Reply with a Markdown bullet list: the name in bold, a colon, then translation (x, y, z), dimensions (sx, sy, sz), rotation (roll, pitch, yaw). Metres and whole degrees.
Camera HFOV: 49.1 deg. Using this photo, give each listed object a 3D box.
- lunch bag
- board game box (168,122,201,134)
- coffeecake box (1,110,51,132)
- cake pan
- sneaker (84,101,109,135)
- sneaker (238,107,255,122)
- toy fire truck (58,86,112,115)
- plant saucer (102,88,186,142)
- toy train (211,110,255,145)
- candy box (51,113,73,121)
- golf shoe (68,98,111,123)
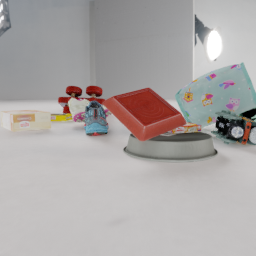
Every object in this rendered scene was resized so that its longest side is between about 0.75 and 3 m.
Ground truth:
- **lunch bag**: translation (3.064, -1.115, 9.723), dimensions (2.372, 1.698, 2.784), rotation (-23, 3, 20)
- **board game box**: translation (1.251, -0.004, 6.640), dimensions (0.765, 0.177, 0.579), rotation (-3, 8, -21)
- **coffeecake box**: translation (-3.742, -0.302, 10.189), dimensions (1.308, 0.622, 1.703), rotation (-5, 9, -36)
- **cake pan**: translation (0.926, 0.333, 6.240), dimensions (2.085, 0.382, 2.085), rotation (0, 7, 0)
- **sneaker**: translation (-1.013, -0.390, 9.242), dimensions (0.859, 1.035, 2.166), rotation (-1, 7, -11)
- **sneaker**: translation (5.275, -0.442, 9.727), dimensions (1.614, 1.007, 2.736), rotation (0, -3, -41)
- **toy fire truck**: translation (-2.284, -1.175, 15.050), dimensions (2.623, 1.471, 2.203), rotation (2, -17, 7)
- **plant saucer**: translation (0.388, -0.408, 6.093), dimensions (1.397, 0.257, 1.400), rotation (-19, 50, -35)
- **toy train**: translation (2.920, 0.000, 7.454), dimensions (1.110, 0.830, 1.948), rotation (10, 8, 5)
- **candy box**: translation (-3.818, -0.513, 13.026), dimensions (2.449, 0.323, 1.252), rotation (1, 5, 8)
- **golf shoe**: translation (-1.577, -0.833, 11.868), dimensions (0.867, 1.054, 2.303), rotation (-42, -20, 24)
